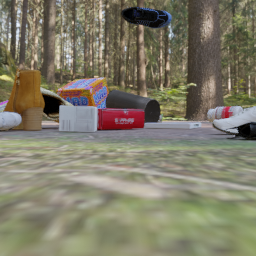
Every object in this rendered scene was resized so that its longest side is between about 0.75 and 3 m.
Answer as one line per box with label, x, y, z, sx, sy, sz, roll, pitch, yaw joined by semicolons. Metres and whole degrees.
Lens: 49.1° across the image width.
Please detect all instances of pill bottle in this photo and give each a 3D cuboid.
pill bottle;6.501;-0.830;18.778;2.124;1.192;1.192;2;3;45

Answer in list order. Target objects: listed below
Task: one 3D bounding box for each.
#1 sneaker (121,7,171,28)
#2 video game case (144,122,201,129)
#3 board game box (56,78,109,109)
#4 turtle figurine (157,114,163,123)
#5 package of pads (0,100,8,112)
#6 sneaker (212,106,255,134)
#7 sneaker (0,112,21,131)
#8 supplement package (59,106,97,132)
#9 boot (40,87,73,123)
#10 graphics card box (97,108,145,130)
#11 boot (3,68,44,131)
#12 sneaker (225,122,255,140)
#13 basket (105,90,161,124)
sneaker;0.449;-2.890;7.296;1.307;0.458;0.509;11;11;24
video game case;1.930;-0.112;11.557;1.784;0.218;2.495;1;2;24
board game box;-2.527;-1.593;16.679;2.180;2.179;2.179;1;26;22
turtle figurine;1.407;-0.949;17.961;1.737;1.289;1.792;14;34;10
package of pads;-5.578;-0.665;12.631;1.049;0.463;1.357;-24;-18;-16
sneaker;2.788;-0.175;6.695;1.544;0.672;0.575;-1;2;1
sneaker;-3.882;-0.156;7.957;1.541;0.579;0.886;-6;4;-12
supplement package;-1.443;-0.269;8.309;1.003;0.738;0.959;1;2;-3
boot;-2.726;-0.702;11.070;2.868;1.044;2.229;38;-6;-32
graphics card box;-1.014;-0.345;10.500;1.857;0.753;2.961;-2;4;-39
boot;-3.682;-0.958;9.527;2.851;2.041;1.003;1;2;44
sneaker;2.365;0.057;4.925;0.607;0.349;1.163;-1;-3;-31
basket;0.313;-0.905;14.102;2.359;2.127;1.604;10;52;42
